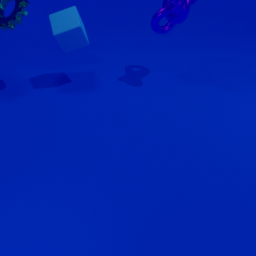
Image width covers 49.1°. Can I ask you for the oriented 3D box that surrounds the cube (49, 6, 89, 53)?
[{"bbox_3d":[-1.820,-3.036,8.700,0.872,0.872,0.872,-18,66,3],"label":"cube"}]

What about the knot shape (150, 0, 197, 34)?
[{"bbox_3d":[1.468,-3.671,8.498,0.792,1.715,1.604,37,-2,-13],"label":"knot shape"}]

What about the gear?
[{"bbox_3d":[-3.396,-3.421,8.026,1.223,1.223,0.226,21,1,25],"label":"gear"}]

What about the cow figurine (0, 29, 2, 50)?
[{"bbox_3d":[-3.483,-2.271,7.020,1.080,0.602,1.097,13,41,14],"label":"cow figurine"}]
